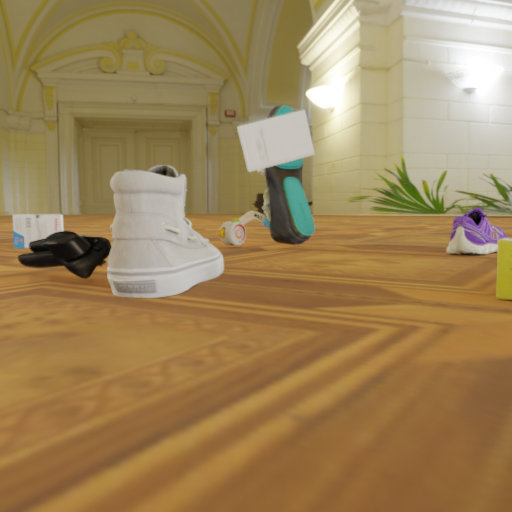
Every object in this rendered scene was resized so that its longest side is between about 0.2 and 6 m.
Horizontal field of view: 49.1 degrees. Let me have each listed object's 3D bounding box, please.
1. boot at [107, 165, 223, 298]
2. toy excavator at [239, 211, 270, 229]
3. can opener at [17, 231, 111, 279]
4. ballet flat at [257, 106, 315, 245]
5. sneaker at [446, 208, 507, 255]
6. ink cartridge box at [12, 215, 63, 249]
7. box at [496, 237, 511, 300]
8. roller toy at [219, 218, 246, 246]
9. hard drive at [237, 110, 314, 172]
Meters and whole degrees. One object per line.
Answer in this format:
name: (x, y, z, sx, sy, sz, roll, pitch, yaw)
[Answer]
boot: (-0.917, -0.363, 6.236, 0.981, 1.274, 2.666, 0, 5, 3)
toy excavator: (0.322, -1.061, 15.623, 1.628, 1.583, 0.813, 29, 10, 6)
can opener: (-2.202, -0.066, 6.359, 1.561, 0.614, 0.495, -1, 38, 45)
ballet flat: (0.440, -1.510, 10.847, 1.008, 2.758, 1.008, -8, -11, -2)
sneaker: (3.941, -0.441, 9.783, 0.766, 0.792, 1.899, 4, 6, 36)
ink cartridge box: (-4.258, -0.485, 10.972, 0.890, 0.652, 0.382, -1, 5, -14)
box: (3.206, 0.068, 5.448, 0.863, 0.575, 2.293, 6, 7, 44)
roller toy: (-0.464, -0.429, 10.849, 0.361, 0.471, 0.516, 4, 45, 42)
hard drive: (0.337, -1.941, 9.468, 1.169, 0.771, 0.156, -15, 12, -6)
